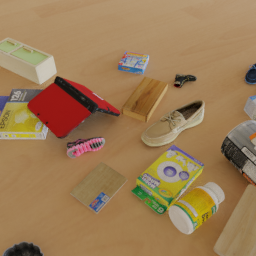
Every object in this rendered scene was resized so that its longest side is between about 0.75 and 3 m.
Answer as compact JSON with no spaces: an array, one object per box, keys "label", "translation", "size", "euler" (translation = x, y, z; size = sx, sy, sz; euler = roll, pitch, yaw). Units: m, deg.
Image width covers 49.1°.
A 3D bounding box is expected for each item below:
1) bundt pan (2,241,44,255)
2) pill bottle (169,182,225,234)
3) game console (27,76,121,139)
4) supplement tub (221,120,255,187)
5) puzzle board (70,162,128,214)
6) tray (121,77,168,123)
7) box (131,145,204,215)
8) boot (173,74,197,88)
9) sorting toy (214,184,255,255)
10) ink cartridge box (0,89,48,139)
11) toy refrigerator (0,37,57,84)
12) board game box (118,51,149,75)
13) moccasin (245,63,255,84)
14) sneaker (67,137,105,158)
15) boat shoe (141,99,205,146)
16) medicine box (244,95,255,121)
[{"label":"bundt pan","translation":[-2.622,3.475,6.935],"size":[1.184,0.444,1.184],"euler":[1,47,-1]},{"label":"pill bottle","translation":[1.960,2.183,7.848],"size":[1.525,0.860,0.860],"euler":[-29,53,-26]},{"label":"game console","translation":[-2.008,-0.705,10.470],"size":[2.602,1.544,2.242],"euler":[37,14,35]},{"label":"supplement tub","translation":[4.154,1.039,8.473],"size":[1.501,1.501,2.450],"euler":[-22,51,-19]},{"label":"puzzle board","translation":[-0.886,1.818,8.697],"size":[1.105,0.128,1.466],"euler":[30,54,24]},{"label":"tray","translation":[0.715,-1.221,11.330],"size":[1.080,0.406,2.190],"euler":[20,51,18]},{"label":"box","translation":[1.215,1.553,8.682],"size":[1.263,0.521,2.153],"euler":[34,57,28]},{"label":"boot","translation":[2.448,-1.997,12.093],"size":[0.952,0.344,0.719],"euler":[11,50,18]},{"label":"sorting toy","translation":[3.642,2.976,7.156],"size":[2.248,0.787,2.262],"euler":[29,54,25]},{"label":"ink cartridge box","translation":[-4.134,-0.589,10.653],"size":[2.416,0.568,2.387],"euler":[2,48,-2]},{"label":"toy refrigerator","translation":[-4.738,-3.105,12.650],"size":[2.898,1.014,1.100],"euler":[26,52,23]},{"label":"board game box","translation":[0.270,-3.051,13.064],"size":[1.182,0.330,1.158],"euler":[12,49,11]},{"label":"moccasin","translation":[5.696,-2.631,12.488],"size":[0.710,0.601,1.763],"euler":[24,52,21]},{"label":"sneaker","translation":[-1.491,0.530,9.681],"size":[1.373,0.542,0.655],"euler":[-16,38,-16]},{"label":"boat shoe","translation":[1.654,-0.256,10.086],"size":[2.735,0.888,0.987],"euler":[-25,52,-21]},{"label":"medicine box","translation":[5.361,-0.618,10.549],"size":[1.257,0.710,1.380],"euler":[-13,48,-11]}]
